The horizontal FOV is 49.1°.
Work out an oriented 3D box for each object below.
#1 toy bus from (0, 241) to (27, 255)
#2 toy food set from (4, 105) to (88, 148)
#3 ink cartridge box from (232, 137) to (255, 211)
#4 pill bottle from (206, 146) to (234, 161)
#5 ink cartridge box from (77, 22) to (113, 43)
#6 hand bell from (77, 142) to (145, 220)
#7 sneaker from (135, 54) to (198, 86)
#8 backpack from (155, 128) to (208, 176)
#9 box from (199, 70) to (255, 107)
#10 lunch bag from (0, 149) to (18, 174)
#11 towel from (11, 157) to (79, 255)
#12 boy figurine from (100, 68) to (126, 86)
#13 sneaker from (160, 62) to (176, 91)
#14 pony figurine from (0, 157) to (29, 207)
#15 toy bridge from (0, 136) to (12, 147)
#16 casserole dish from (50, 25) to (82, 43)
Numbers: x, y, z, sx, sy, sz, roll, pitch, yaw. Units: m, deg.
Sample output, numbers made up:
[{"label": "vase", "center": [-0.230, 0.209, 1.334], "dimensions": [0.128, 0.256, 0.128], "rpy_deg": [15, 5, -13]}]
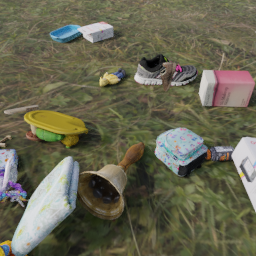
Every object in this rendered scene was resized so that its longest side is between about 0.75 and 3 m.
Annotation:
[{"label": "toy bus", "center": [-3.098, 3.033, 6.208], "dimensions": [1.040, 1.471, 1.532], "rpy_deg": [30, 48, 32]}, {"label": "toy food set", "center": [-2.838, 0.048, 10.160], "dimensions": [2.842, 0.928, 1.672], "rpy_deg": [18, 20, 17]}, {"label": "ink cartridge box", "center": [4.261, 1.411, 8.221], "dimensions": [1.627, 0.944, 2.204], "rpy_deg": [9, 38, -10]}, {"label": "pill bottle", "center": [3.060, 0.869, 9.408], "dimensions": [0.901, 0.479, 0.479], "rpy_deg": [-3, 41, -3]}, {"label": "ink cartridge box", "center": [-1.955, -5.706, 16.765], "dimensions": [1.911, 0.645, 1.113], "rpy_deg": [-26, 48, -29]}, {"label": "hand bell", "center": [-0.151, 1.205, 8.648], "dimensions": [1.557, 1.557, 2.991], "rpy_deg": [19, 33, 20]}, {"label": "sneaker", "center": [1.792, -2.748, 12.894], "dimensions": [2.967, 1.298, 1.095], "rpy_deg": [-2, 41, -2]}, {"label": "backpack", "center": [1.659, 0.669, 9.218], "dimensions": [1.347, 1.142, 1.517], "rpy_deg": [-28, 43, -29]}, {"label": "box", "center": [4.067, -1.641, 11.697], "dimensions": [1.897, 1.213, 1.033], "rpy_deg": [1, 41, 1]}, {"label": "lunch bag", "center": [-4.210, 1.142, 9.152], "dimensions": [1.116, 0.422, 0.894], "rpy_deg": [-8, 44, -10]}, {"label": "towel", "center": [-2.011, 1.865, 7.087], "dimensions": [0.525, 1.868, 2.182], "rpy_deg": [38, 14, -20]}, {"label": "boy figurine", "center": [-0.803, -2.372, 13.130], "dimensions": [1.415, 0.456, 0.880], "rpy_deg": [-29, 52, -32]}, {"label": "sneaker", "center": [1.388, -1.893, 10.203], "dimensions": [0.492, 1.303, 0.459], "rpy_deg": [13, 52, 1]}, {"label": "pony figurine", "center": [-3.702, 1.662, 8.185], "dimensions": [1.496, 1.246, 1.444], "rpy_deg": [-6, 74, -12]}, {"label": "toy bridge", "center": [-4.498, 0.609, 9.972], "dimensions": [0.303, 0.123, 0.902], "rpy_deg": [5, 42, 9]}, {"label": "casserole dish", "center": [-3.692, -5.661, 16.895], "dimensions": [1.294, 0.414, 2.136], "rpy_deg": [25, 46, 26]}]
